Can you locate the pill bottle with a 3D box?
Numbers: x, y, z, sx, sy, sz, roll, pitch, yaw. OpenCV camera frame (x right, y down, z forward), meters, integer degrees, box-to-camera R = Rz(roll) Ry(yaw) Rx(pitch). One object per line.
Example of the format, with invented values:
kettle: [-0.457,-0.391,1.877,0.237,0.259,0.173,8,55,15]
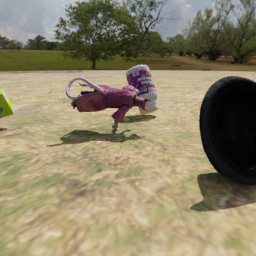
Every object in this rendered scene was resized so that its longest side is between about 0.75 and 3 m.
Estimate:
pill bottle: [0.571,-1.425,10.613,0.959,1.707,0.959,-16,-12,-3]

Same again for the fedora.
fedora: [1.965,0.082,5.276,2.014,2.014,0.920,-5,-13,-19]

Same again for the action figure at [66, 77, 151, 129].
action figure: [-0.425,-0.962,8.253,2.253,1.509,1.678,6,-27,16]

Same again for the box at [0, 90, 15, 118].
box: [-4.297,-0.609,8.617,1.305,0.796,0.311,-18,39,-3]
